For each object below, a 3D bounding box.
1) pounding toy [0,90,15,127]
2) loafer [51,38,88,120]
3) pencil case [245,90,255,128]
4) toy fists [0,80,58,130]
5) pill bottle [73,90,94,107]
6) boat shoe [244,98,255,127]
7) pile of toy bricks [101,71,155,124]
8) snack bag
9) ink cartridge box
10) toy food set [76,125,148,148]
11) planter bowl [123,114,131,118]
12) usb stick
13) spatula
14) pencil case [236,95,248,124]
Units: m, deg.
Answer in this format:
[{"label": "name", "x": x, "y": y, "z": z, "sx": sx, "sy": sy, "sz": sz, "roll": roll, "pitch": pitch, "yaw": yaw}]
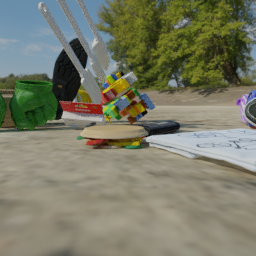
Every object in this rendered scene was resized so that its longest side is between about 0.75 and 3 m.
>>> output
[{"label": "pounding toy", "x": -3.350, "y": -0.485, "z": 7.996, "sx": 1.556, "sy": 1.106, "sz": 1.433, "roll": 17, "pitch": 15, "yaw": 36}, {"label": "loafer", "x": -1.869, "y": -1.476, "z": 8.596, "sx": 0.879, "sy": 2.588, "sz": 0.908, "roll": 23, "pitch": 6, "yaw": 0}, {"label": "pencil case", "x": 4.183, "y": -0.479, "z": 6.833, "sx": 2.521, "sy": 0.984, "sz": 1.095, "roll": 1, "pitch": -23, "yaw": 16}, {"label": "toy fists", "x": -2.768, "y": -0.484, "z": 6.450, "sx": 2.278, "sy": 1.161, "sz": 0.784, "roll": -3, "pitch": 21, "yaw": -29}, {"label": "pill bottle", "x": -2.281, "y": -1.080, "z": 12.247, "sx": 1.212, "sy": 1.212, "sz": 2.150, "roll": 2, "pitch": 6, "yaw": 18}, {"label": "boat shoe", "x": 3.100, "y": -0.281, "z": 5.473, "sx": 0.844, "sy": 0.912, "sz": 2.471, "roll": 12, "pitch": 9, "yaw": -23}, {"label": "pile of toy bricks", "x": -0.361, "y": -0.609, "z": 7.882, "sx": 1.410, "sy": 1.585, "sz": 2.856, "roll": -37, "pitch": 14, "yaw": -4}, {"label": "snack bag", "x": 1.560, "y": 0.231, "z": 3.646, "sx": 1.962, "sy": 0.223, "sz": 2.081, "roll": -3, "pitch": 6, "yaw": -25}, {"label": "ink cartridge box", "x": -1.036, "y": -0.274, "z": 6.455, "sx": 0.974, "sy": 0.218, "sz": 0.858, "roll": 5, "pitch": -26, "yaw": 5}, {"label": "toy food set", "x": -0.237, "y": 0.127, "z": 4.453, "sx": 1.115, "sy": 0.271, "sz": 1.104, "roll": 1, "pitch": 5, "yaw": 8}, {"label": "planter bowl", "x": -0.102, "y": -0.724, "z": 12.226, "sx": 0.754, "sy": 0.508, "sz": 0.754, "roll": 0, "pitch": 6, "yaw": 0}, {"label": "usb stick", "x": 0.669, "y": 0.001, "z": 5.937, "sx": 0.412, "sy": 0.242, "sz": 1.485, "roll": 3, "pitch": 6, "yaw": 33}, {"label": "spatula", "x": -0.956, "y": -1.840, "z": 5.907, "sx": 0.203, "sy": 1.757, "sz": 2.527, "roll": -2, "pitch": -36, "yaw": 22}, {"label": "pencil case", "x": 4.379, "y": -0.565, "z": 8.072, "sx": 2.195, "sy": 0.921, "sz": 0.938, "roll": 1, "pitch": 41, "yaw": 1}]
